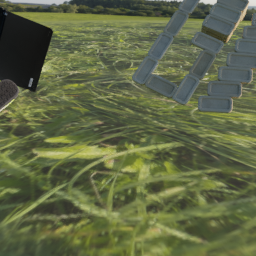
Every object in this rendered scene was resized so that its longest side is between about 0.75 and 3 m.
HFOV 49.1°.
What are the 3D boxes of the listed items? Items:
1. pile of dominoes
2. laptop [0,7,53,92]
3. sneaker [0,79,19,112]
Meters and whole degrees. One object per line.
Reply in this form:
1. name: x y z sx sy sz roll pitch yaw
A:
1. pile of dominoes: 1.792 -1.685 6.261 2.263 2.903 0.462 31 -9 17
2. laptop: -3.621 -2.536 8.715 1.176 2.019 2.278 5 23 -47
3. sneaker: -2.302 -0.317 4.542 0.536 0.464 1.295 -28 13 43
